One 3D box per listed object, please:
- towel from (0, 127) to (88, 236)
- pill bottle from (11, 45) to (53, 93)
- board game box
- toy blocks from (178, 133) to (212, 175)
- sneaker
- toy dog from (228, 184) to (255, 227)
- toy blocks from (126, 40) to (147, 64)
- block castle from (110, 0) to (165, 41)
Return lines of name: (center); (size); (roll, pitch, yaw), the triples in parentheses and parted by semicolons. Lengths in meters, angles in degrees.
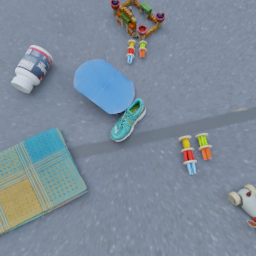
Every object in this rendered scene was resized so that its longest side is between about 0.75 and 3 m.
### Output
towel: (-2.901, 1.484, 7.838); (2.999, 0.325, 2.200); (-26, 73, -7)
pill bottle: (-2.984, -1.785, 8.669); (0.803, 0.803, 1.343); (23, 74, 8)
board game box: (-0.727, -1.219, 8.545); (1.897, 0.369, 1.499); (37, 57, -3)
toy blocks: (1.990, 0.749, 8.025); (0.904, 0.394, 1.085); (-8, 72, -2)
sneaker: (-0.032, -0.270, 8.240); (0.577, 0.593, 1.488); (30, 73, 20)
toy dog: (3.380, 2.142, 7.386); (1.466, 0.706, 0.967); (40, 76, 12)
toy blocks: (0.282, -2.456, 9.161); (0.667, 0.291, 0.800); (5, 71, 2)
block castle: (0.298, -3.853, 9.364); (1.136, 0.797, 1.700); (-39, 76, -12)
